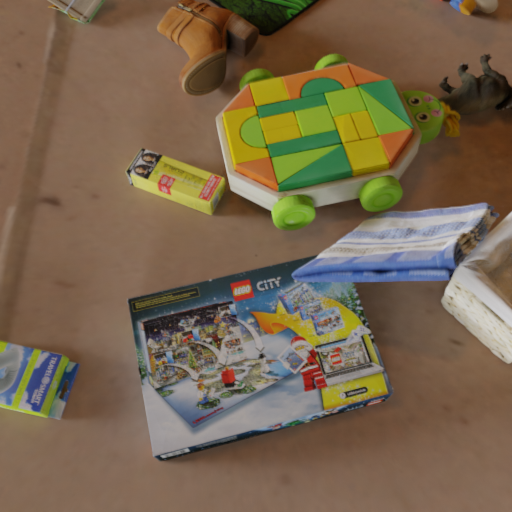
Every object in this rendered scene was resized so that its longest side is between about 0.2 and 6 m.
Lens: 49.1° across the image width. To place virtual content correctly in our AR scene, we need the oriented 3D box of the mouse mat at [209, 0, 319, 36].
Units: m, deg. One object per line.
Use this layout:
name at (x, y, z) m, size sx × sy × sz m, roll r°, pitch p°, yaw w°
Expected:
mouse mat at (-0.057, -6.052, 11.835) m, size 3.251 × 0.122 × 2.616 m, roll 41°, pitch 70°, yaw 18°

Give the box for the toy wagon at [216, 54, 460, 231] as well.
toy wagon at (1.403, -2.100, 9.195) m, size 3.986 × 0.789 × 3.092 m, roll -12°, pitch 59°, yaw -1°

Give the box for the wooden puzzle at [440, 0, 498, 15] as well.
wooden puzzle at (3.696, -5.178, 10.779) m, size 1.799 × 1.666 × 0.416 m, roll 34°, pitch 109°, yaw 18°

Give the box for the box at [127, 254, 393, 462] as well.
box at (-0.008, 1.311, 7.793) m, size 3.202 × 0.603 × 2.187 m, roll -13°, pitch 64°, yaw -6°

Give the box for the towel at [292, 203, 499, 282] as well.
towel at (1.924, -0.211, 7.398) m, size 2.023 × 0.328 × 2.755 m, roll -3°, pitch 15°, yaw 33°

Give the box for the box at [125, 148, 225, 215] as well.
box at (-1.317, -1.226, 9.208) m, size 1.545 × 0.387 × 0.581 m, roll 23°, pitch 65°, yaw 11°

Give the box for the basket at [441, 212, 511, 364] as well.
basket at (3.875, 0.265, 7.910) m, size 2.202 × 1.358 × 1.492 m, roll -37°, pitch 69°, yaw -18°

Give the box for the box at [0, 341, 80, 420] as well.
box at (-3.275, 1.696, 7.764) m, size 1.396 × 0.333 × 0.851 m, roll 11°, pitch 64°, yaw 6°

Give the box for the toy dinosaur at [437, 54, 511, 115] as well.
toy dinosaur at (3.863, -2.879, 9.841) m, size 2.054 × 0.791 × 1.051 m, roll -8°, pitch 57°, yaw -7°

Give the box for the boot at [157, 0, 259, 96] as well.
boot at (-1.184, -3.957, 10.341) m, size 1.688 × 0.834 × 2.174 m, roll 31°, pitch 66°, yaw 14°

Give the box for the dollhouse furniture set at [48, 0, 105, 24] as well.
dollhouse furniture set at (-3.230, -5.687, 11.514) m, size 1.128 × 0.871 × 2.257 m, roll 33°, pitch 87°, yaw 8°
